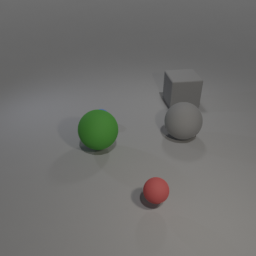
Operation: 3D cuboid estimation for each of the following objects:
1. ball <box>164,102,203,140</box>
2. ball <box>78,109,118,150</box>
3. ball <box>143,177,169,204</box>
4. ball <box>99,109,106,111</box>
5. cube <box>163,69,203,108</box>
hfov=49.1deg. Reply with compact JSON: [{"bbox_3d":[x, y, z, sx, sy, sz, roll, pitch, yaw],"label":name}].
[{"bbox_3d":[2.062,-0.264,10.432,1.400,1.400,1.400,0,31,0],"label":"ball"},{"bbox_3d":[-1.034,0.058,9.710,1.400,1.400,1.400,0,31,0],"label":"ball"},{"bbox_3d":[0.751,1.664,7.467,0.700,0.700,0.700,0,31,0],"label":"ball"},{"bbox_3d":[-1.096,-0.425,11.399,0.700,0.700,0.700,0,31,0],"label":"ball"},{"bbox_3d":[2.488,-1.800,12.979,1.400,1.400,1.400,-4,33,-7],"label":"cube"}]
